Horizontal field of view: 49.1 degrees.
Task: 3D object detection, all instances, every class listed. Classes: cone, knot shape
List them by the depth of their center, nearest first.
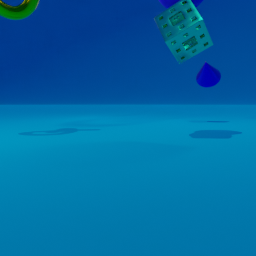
[{"bbox_3d":[-2.725,-3.024,5.815,1.776,1.898,0.877,12,-27,-30],"label":"knot shape"},{"bbox_3d":[2.708,-1.985,9.589,0.860,0.860,0.864,2,-25,23],"label":"cone"}]

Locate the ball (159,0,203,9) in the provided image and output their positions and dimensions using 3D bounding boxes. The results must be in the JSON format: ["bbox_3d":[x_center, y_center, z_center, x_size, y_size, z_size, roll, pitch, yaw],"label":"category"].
[{"bbox_3d":[1.069,-2.889,5.549,1.106,1.106,1.106,0,5,0],"label":"ball"}]

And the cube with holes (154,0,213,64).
[{"bbox_3d":[1.053,-1.838,5.313,0.724,0.724,0.724,-28,-34,18],"label":"cube with holes"}]
